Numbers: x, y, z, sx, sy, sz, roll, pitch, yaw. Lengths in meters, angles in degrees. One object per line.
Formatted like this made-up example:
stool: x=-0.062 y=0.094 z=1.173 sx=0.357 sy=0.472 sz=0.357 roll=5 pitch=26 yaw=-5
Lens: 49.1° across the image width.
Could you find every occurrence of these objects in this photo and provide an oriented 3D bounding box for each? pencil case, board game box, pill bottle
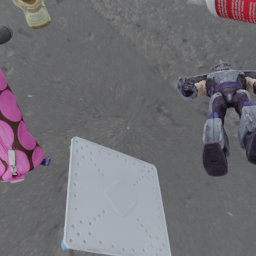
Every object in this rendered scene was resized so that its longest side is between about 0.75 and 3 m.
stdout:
pencil case: x=-2.519 y=-0.204 z=5.333 sx=1.146 sy=1.183 sz=2.525 roll=-20 pitch=111 yaw=5
board game box: x=-0.158 y=1.051 z=4.100 sx=1.640 sy=0.212 sz=1.640 roll=23 pitch=41 yaw=-28
pill bottle: x=2.571 y=-2.927 z=5.708 sx=2.601 sy=1.460 sz=1.460 roll=27 pitch=67 yaw=32

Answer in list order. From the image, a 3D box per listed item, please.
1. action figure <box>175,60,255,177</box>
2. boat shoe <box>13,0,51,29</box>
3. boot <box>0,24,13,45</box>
action figure: x=1.802 y=-0.525 z=4.951 sx=1.853 sy=0.988 sz=2.847 roll=-12 pitch=35 yaw=20
boat shoe: x=-2.625 y=-3.484 z=7.365 sx=0.797 sy=0.681 sz=2.174 roll=-28 pitch=60 yaw=-13
boot: x=-3.219 y=-1.798 z=6.217 sx=1.092 sy=0.436 sz=1.201 roll=-23 pitch=28 yaw=21
